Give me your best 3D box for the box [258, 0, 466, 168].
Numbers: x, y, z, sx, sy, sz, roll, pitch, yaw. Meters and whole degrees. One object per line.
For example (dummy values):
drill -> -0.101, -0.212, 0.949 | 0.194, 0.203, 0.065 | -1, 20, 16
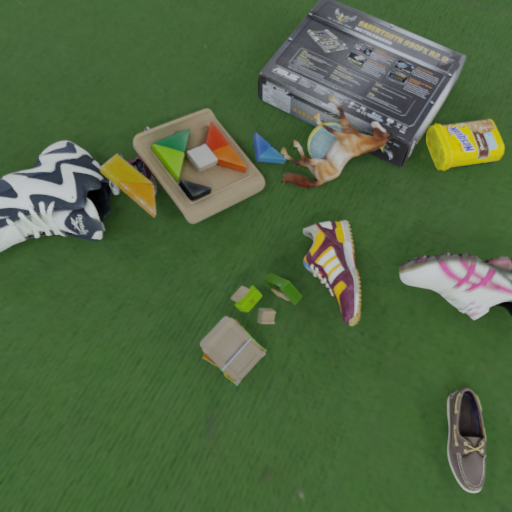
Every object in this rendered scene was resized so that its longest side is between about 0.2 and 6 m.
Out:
box -> 2.270, -3.891, 12.240 | 3.596, 0.869, 2.848 | 29, 67, 13

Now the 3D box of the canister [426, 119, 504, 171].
canister -> 4.344, -2.335, 11.657 | 1.309, 0.567, 0.972 | -9, 64, -6

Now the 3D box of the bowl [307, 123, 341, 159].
bowl -> 1.458, -2.379, 11.615 | 0.902, 0.902, 0.485 | -11, 32, -6

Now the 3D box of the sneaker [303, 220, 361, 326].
sneaker -> 1.364, 0.333, 10.263 | 0.953, 0.793, 2.115 | -6, 57, 4

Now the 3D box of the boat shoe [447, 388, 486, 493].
boat shoe -> 3.428, 2.950, 9.049 | 0.576, 0.477, 1.603 | 3, 63, 2

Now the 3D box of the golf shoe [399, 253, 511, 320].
golf shoe -> 3.716, 0.543, 9.849 | 2.460, 0.893, 1.133 | 5, 80, -8

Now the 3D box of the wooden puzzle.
wooden puzzle -> -1.092, -1.816, 10.890 | 3.321, 0.388, 2.241 | -37, 82, -31

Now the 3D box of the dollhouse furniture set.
dollhouse furniture set -> -0.144, 1.167, 9.803 | 1.964, 0.758, 0.981 | -47, 112, -12

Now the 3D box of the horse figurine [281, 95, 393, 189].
horse figurine -> 1.451, -2.087, 11.159 | 1.428, 0.538, 2.155 | 38, 108, -16

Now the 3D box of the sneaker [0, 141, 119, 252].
sneaker -> -3.859, -0.706, 10.444 | 1.990, 1.221, 3.059 | 31, 57, 24

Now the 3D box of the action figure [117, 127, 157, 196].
action figure -> -2.219, -1.893, 11.361 | 0.919, 1.022, 1.372 | -32, 27, 28
